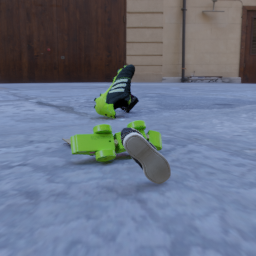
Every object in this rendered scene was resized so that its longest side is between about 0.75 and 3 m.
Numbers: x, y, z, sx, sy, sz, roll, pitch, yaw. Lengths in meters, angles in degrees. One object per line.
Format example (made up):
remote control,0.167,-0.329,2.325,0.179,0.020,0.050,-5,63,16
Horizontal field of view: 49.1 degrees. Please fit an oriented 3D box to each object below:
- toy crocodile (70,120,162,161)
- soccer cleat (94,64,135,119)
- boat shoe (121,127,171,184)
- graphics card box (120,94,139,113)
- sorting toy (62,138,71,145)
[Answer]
toy crocodile,-0.173,0.294,5.655,1.981,0.669,0.612,-6,-21,-23
soccer cleat,-0.259,-1.439,11.024,1.129,0.940,2.784,26,58,13
boat shoe,0.260,0.417,4.182,0.412,1.116,0.337,-41,32,5
graphics card box,-0.209,-1.217,12.173,1.220,0.310,0.765,34,75,35
sorting toy,-1.043,0.369,6.629,0.735,0.132,0.986,-4,14,-33
